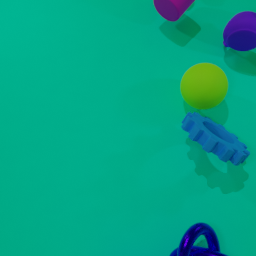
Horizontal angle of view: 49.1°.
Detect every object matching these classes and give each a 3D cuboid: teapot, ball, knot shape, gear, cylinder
[{"bbox_3d":[3.274,-2.751,7.717,1.130,1.818,0.890,24,68,-17],"label":"teapot"},{"bbox_3d":[1.984,-1.088,7.337,1.206,1.206,1.206,0,69,0],"label":"ball"},{"bbox_3d":[1.544,2.742,5.928,1.643,0.759,1.537,-17,107,10],"label":"knot shape"},{"bbox_3d":[2.090,0.218,6.746,1.690,1.690,0.312,35,113,12],"label":"gear"},{"bbox_3d":[1.387,-3.798,8.182,0.945,0.945,0.945,38,80,13],"label":"cylinder"}]
